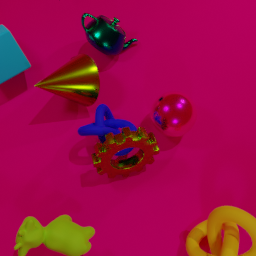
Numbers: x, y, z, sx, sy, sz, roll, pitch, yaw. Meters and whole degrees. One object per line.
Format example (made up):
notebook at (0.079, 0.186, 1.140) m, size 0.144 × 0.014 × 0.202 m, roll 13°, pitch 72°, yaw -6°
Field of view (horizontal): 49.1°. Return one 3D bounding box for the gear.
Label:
gear at (-0.050, 0.595, 6.399) m, size 1.525 × 1.525 × 0.282 m, roll -16°, pitch 51°, yaw -6°

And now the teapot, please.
teapot at (-0.514, -2.626, 7.833) m, size 0.935 × 1.909 × 1.187 m, roll -50°, pitch 45°, yaw 24°

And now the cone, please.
cone at (-1.641, -1.103, 6.873) m, size 1.370 × 1.365 × 1.365 m, roll -15°, pitch 66°, yaw -40°

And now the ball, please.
ball at (1.134, -0.346, 6.988) m, size 1.148 × 1.148 × 1.148 m, roll 0°, pitch 69°, yaw 0°

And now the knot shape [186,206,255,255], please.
knot shape at (1.875, 2.403, 5.722) m, size 0.848 × 1.718 × 1.836 m, roll 15°, pitch 91°, yaw -16°

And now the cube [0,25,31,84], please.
cube at (-3.323, -1.889, 7.221) m, size 1.033 × 1.033 × 1.033 m, roll -34°, pitch 39°, yaw -13°

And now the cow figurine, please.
cow figurine at (-1.446, 2.159, 5.503) m, size 1.341 × 1.320 × 0.736 m, roll 15°, pitch 91°, yaw 20°

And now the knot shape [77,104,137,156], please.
knot shape at (-0.484, -0.030, 6.858) m, size 1.431 × 0.661 × 1.339 m, roll 17°, pitch 33°, yaw -17°
